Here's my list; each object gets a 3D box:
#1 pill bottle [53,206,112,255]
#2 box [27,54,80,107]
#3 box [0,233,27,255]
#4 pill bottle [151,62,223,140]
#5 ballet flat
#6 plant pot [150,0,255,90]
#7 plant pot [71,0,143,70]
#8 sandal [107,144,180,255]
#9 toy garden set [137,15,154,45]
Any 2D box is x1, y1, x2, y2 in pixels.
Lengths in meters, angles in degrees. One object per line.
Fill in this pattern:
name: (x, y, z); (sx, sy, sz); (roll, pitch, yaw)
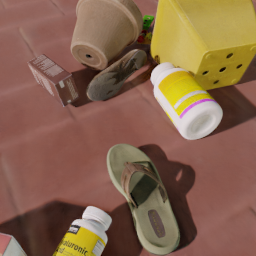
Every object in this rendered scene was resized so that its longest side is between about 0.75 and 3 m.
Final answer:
pill bottle: (-0.928, 2.391, 5.645); (0.834, 0.834, 1.498); (18, 51, 16)
box: (-2.454, -1.605, 9.198); (0.707, 0.944, 1.886); (-35, 52, -20)
box: (-3.175, 3.040, 4.760); (1.844, 1.288, 2.422); (9, 47, 8)
pill bottle: (1.628, -0.938, 8.507); (1.319, 1.319, 2.530); (-16, 49, -14)
ballet flat: (-0.423, -1.866, 9.613); (2.669, 0.899, 0.619); (-44, 41, -20)
plant pot: (2.673, -2.903, 9.505); (2.905, 2.905, 2.562); (-12, 60, -12)
plant pot: (-0.978, -3.429, 10.387); (2.586, 2.586, 2.255); (15, 67, 14)
sandal: (0.385, 1.420, 6.587); (1.171, 0.842, 2.950); (-18, 50, -14)
toy garden set: (1.675, -4.011, 12.017); (2.557, 0.510, 2.132); (14, 46, 12)
